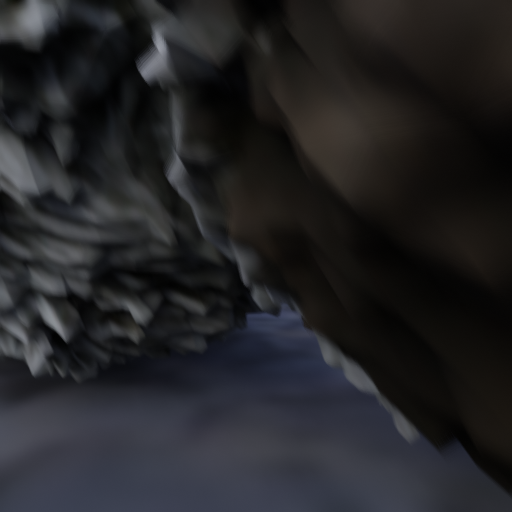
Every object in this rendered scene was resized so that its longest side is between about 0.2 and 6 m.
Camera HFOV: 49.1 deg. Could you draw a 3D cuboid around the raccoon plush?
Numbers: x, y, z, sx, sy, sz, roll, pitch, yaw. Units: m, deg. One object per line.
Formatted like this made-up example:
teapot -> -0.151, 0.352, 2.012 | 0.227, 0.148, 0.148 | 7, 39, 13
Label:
raccoon plush -> -0.946, -0.445, 0.823 | 2.339, 1.689, 3.491 | -9, 6, -23
